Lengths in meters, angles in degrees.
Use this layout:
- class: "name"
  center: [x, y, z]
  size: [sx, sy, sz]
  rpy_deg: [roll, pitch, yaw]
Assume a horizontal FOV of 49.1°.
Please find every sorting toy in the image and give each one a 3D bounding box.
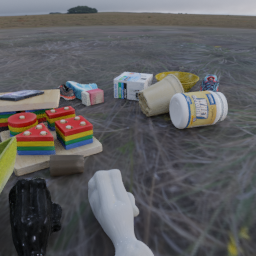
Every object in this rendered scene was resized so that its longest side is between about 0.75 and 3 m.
- class: "sorting toy"
  center: [-4.359, -0.866, 12.038]
  size: [2.803, 0.981, 2.820]
  rpy_deg: [-5, 18, -10]
- class: "sorting toy"
  center: [-2.893, 0.164, 10.100]
  size: [2.933, 1.027, 2.951]
  rpy_deg: [-15, 30, -28]

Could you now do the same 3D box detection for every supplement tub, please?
- class: "supplement tub"
  center: [2.882, -0.783, 11.568]
  size: [2.006, 1.451, 1.451]
  rpy_deg: [-7, 27, -13]

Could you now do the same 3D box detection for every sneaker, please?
- class: "sneaker"
  center: [-2.390, -2.115, 15.168]
  size: [1.265, 0.771, 1.938]
  rpy_deg: [-25, 45, -38]
- class: "sneaker"
  center: [3.990, -1.979, 14.117]
  size: [1.150, 1.385, 2.900]
  rpy_deg: [7, 27, 15]
- class: "sneaker"
  center: [-3.469, -2.056, 15.021]
  size: [1.813, 0.742, 0.699]
  rpy_deg: [20, 33, 36]

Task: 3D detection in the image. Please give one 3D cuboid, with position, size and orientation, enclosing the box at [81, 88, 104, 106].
- class: "box"
  center: [-1.781, -1.559, 14.118]
  size: [0.993, 0.635, 0.541]
  rpy_deg: [-18, 31, -33]

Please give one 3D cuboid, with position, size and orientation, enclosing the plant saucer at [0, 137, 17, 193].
- class: "plant saucer"
  center: [-3.933, 1.697, 6.321]
  size: [2.930, 0.701, 2.925]
  rpy_deg: [-27, 24, 10]

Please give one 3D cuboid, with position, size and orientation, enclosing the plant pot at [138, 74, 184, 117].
- class: "plant pot"
  center: [1.426, -1.323, 12.681]
  size: [1.657, 1.811, 1.811]
  rpy_deg: [-21, 31, -13]

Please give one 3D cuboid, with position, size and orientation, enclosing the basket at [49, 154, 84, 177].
- class: "basket"
  center: [-1.852, 1.119, 8.547]
  size: [0.991, 0.674, 0.894]
  rpy_deg: [-2, -1, -10]

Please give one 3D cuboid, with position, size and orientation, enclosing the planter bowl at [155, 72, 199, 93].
- class: "planter bowl"
  center: [2.644, -2.318, 15.300]
  size: [2.351, 0.979, 2.351]
  rpy_deg: [-1, 26, 0]

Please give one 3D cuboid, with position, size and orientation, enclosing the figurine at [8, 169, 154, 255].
- class: "figurine"
  center: [-0.907, 2.273, 5.667]
  size: [2.928, 1.261, 2.857]
  rpy_deg: [-4, 32, -17]

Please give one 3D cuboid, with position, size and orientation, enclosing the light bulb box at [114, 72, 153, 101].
- class: "light bulb box"
  center: [0.298, -2.267, 15.095]
  size: [1.694, 1.057, 1.679]
  rpy_deg: [9, 27, 17]

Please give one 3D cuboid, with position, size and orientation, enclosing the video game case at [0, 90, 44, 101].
- class: "video game case"
  center: [-4.528, -1.402, 11.860]
  size: [1.145, 0.152, 1.602]
  rpy_deg: [7, 21, 26]
